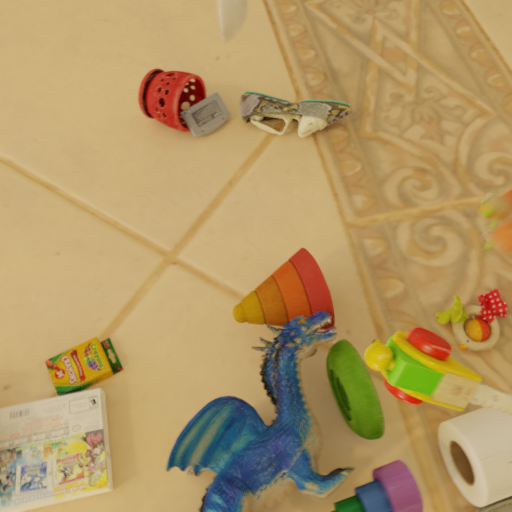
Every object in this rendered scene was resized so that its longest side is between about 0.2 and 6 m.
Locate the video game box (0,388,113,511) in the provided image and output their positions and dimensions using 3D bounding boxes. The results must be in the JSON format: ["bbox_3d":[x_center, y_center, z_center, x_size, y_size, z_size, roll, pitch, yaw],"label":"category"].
[{"bbox_3d":[-3.034,2.897,8.364,1.650,0.386,1.503,-10,58,-6],"label":"video game box"}]

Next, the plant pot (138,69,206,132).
[{"bbox_3d":[-1.757,-3.246,11.582,1.067,1.172,1.172,19,61,22],"label":"plant pot"}]

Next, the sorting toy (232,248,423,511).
[{"bbox_3d":[0.806,1.911,8.313,1.487,1.497,4.319,-17,60,-9],"label":"sorting toy"}]

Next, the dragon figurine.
[{"bbox_3d":[-0.297,2.861,7.733,4.726,1.391,2.350,-41,67,-11],"label":"dragon figurine"}]

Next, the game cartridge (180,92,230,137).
[{"bbox_3d":[-1.038,-2.922,11.716,0.974,0.199,0.648,-36,102,-24],"label":"game cartridge"}]

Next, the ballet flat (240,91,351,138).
[{"bbox_3d":[0.777,-2.873,11.659,2.317,0.834,0.834,8,60,5],"label":"ballet flat"}]

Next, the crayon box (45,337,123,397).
[{"bbox_3d":[-2.787,1.782,9.090,1.066,0.271,0.677,-26,63,-15],"label":"crayon box"}]

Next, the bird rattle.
[{"bbox_3d":[3.690,1.122,9.432,1.212,0.683,0.988,-1,70,-16],"label":"bird rattle"}]

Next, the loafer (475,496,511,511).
[{"bbox_3d":[4.331,3.566,7.613,2.815,0.982,0.984,-8,60,-5],"label":"loafer"}]

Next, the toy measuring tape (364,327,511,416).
[{"bbox_3d":[1.742,1.082,5.115,1.858,0.684,0.684,19,57,-20],"label":"toy measuring tape"}]

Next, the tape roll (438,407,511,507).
[{"bbox_3d":[3.262,2.813,7.941,0.827,1.204,1.204,-15,61,-10],"label":"tape roll"}]

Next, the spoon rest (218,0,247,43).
[{"bbox_3d":[-0.519,-5.035,9.678,0.789,1.293,2.602,5,93,3],"label":"spoon rest"}]

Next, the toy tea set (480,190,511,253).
[{"bbox_3d":[3.760,-0.429,8.411,1.769,0.655,1.052,-10,54,-44],"label":"toy tea set"}]
